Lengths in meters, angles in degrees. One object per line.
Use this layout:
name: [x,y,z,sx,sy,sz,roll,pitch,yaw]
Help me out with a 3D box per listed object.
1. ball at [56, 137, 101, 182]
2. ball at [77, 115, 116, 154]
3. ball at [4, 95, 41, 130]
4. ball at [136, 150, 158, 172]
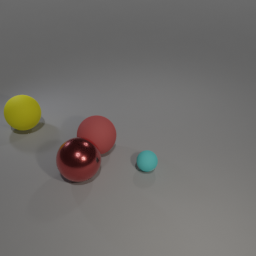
ball: [-1.543,0.986,8.804,1.400,1.400,1.400,0,33,0]
ball: [-1.109,0.252,9.936,1.400,1.400,1.400,0,33,0]
ball: [-4.170,-0.608,11.108,1.400,1.400,1.400,0,33,0]
ball: [0.627,1.082,9.197,0.700,0.700,0.700,0,33,0]
